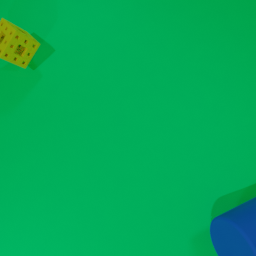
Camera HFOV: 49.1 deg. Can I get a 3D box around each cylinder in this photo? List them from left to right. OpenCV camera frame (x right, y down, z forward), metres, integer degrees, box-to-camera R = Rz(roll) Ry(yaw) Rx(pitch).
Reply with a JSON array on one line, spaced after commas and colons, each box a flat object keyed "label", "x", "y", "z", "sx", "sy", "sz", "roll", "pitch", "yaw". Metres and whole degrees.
[{"label": "cylinder", "x": 2.635, "y": 2.213, "z": 5.716, "sx": 1.353, "sy": 1.353, "sz": 1.353, "roll": -17, "pitch": 71, "yaw": -21}]

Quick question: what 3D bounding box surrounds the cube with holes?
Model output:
[{"label": "cube with holes", "x": -3.057, "y": -2.254, "z": 7.515, "sx": 0.805, "sy": 0.805, "sz": 0.805, "roll": 43, "pitch": 103, "yaw": 30}]
